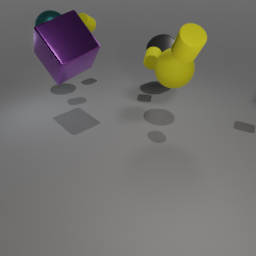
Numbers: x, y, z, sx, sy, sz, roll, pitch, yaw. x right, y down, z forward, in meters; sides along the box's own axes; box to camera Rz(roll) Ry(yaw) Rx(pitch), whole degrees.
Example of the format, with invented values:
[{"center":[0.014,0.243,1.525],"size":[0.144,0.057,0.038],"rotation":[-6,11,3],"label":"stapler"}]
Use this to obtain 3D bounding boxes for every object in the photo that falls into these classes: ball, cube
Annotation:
[{"center":[-3.206,-4.208,11.802],"size":[1.400,1.400,1.400],"rotation":[0,31,0],"label":"ball"},{"center":[1.631,-2.101,9.871],"size":[1.400,1.400,1.400],"rotation":[0,31,0],"label":"ball"},{"center":[-1.931,-2.460,8.695],"size":[1.400,1.400,1.400],"rotation":[-35,88,-24],"label":"cube"}]

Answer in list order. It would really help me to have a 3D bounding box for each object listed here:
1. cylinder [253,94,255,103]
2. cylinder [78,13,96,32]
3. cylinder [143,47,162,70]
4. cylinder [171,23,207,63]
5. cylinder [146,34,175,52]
[{"center":[5.020,-1.053,10.078],"size":[0.700,0.700,0.700],"rotation":[34,35,-1],"label":"cylinder"},{"center":[-1.924,-4.763,12.721],"size":[0.700,0.700,0.700],"rotation":[15,8,23],"label":"cylinder"},{"center":[1.049,-2.949,11.840],"size":[0.700,0.700,0.700],"rotation":[6,46,11],"label":"cylinder"},{"center":[1.513,-2.118,7.023],"size":[0.700,0.700,0.700],"rotation":[4,69,-9],"label":"cylinder"},{"center":[1.676,-3.468,13.319],"size":[1.400,1.400,1.400],"rotation":[-4,73,14],"label":"cylinder"}]
